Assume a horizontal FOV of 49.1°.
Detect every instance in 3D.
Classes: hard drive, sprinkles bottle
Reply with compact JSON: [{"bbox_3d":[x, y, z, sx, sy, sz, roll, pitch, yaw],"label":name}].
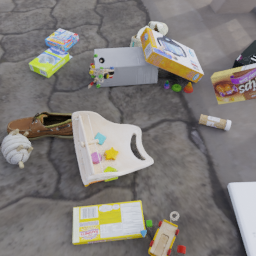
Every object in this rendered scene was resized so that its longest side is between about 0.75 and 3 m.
[{"bbox_3d":[3.887,2.614,8.015,1.481,0.295,2.246,-2,50,-1],"label":"hard drive"},{"bbox_3d":[3.195,-0.211,10.317,1.104,0.377,0.377,14,52,12],"label":"sprinkles bottle"}]

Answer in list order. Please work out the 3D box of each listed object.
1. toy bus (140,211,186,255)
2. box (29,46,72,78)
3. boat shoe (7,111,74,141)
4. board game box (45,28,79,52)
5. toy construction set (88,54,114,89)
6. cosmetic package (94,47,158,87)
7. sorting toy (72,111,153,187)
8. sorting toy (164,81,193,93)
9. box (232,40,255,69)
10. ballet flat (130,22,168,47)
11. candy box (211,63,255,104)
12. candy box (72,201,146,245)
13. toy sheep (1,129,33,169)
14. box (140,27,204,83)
[{"bbox_3d":[0.976,2.978,7.529,1.138,0.588,1.074,-16,57,-7],"label":"toy bus"},{"bbox_3d":[-3.459,-3.060,12.675,1.056,0.413,1.732,25,55,19],"label":"box"},{"bbox_3d":[-3.017,-0.183,9.943,2.677,0.910,0.963,-3,50,-2],"label":"boat shoe"},{"bbox_3d":[-3.233,-4.334,13.775,1.182,0.330,1.157,22,53,18],"label":"board game box"},{"bbox_3d":[-1.012,-1.701,9.203,0.887,1.064,0.817,32,30,-6],"label":"toy construction set"},{"bbox_3d":[-0.105,-2.611,11.855,2.608,1.176,1.393,-5,51,0],"label":"cosmetic package"},{"bbox_3d":[-0.454,0.709,9.069,2.315,1.374,2.572,-7,50,-16],"label":"sorting toy"},{"bbox_3d":[2.119,-1.778,11.600,1.218,0.420,0.422,9,51,6],"label":"sorting toy"},{"bbox_3d":[5.385,-2.565,11.752,1.419,1.187,1.910,33,59,25],"label":"box"},{"bbox_3d":[1.127,-4.633,13.642,0.994,0.919,2.947,25,54,21],"label":"ballet flat"},{"bbox_3d":[3.655,-1.409,8.918,1.739,1.015,0.491,-7,25,37],"label":"candy box"},{"bbox_3d":[-0.551,2.678,7.984,2.011,0.266,1.028,-5,53,-3],"label":"candy box"},{"bbox_3d":[-3.641,0.683,9.210,1.013,1.013,1.470,-17,54,-13],"label":"toy sheep"},{"bbox_3d":[1.952,-2.965,11.663,2.927,0.607,1.743,14,46,-25],"label":"box"}]
